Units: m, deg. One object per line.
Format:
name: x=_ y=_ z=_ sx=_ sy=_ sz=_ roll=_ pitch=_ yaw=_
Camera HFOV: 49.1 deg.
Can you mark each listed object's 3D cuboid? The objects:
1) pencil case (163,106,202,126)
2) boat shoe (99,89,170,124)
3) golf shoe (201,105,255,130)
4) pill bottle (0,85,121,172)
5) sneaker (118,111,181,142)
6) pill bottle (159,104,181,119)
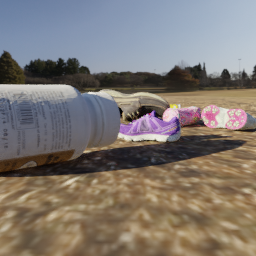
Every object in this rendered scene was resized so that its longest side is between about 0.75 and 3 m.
pencil case: x=1.799 y=-0.393 z=9.119 sx=1.482 sy=0.648 sz=0.648 roll=-9 pitch=12 yaw=-44
boat shoe: x=0.086 y=-0.593 z=9.572 sx=2.672 sy=0.979 sz=0.995 roll=7 pitch=-32 yaw=18
golf shoe: x=3.017 y=-0.249 z=8.487 sx=0.864 sy=0.711 sz=1.888 roll=11 pitch=6 yaw=-26
pill bottle: x=-1.282 y=-0.059 z=4.487 sx=2.203 sy=1.260 sz=1.260 roll=-7 pitch=10 yaw=-37
sneaker: x=0.406 y=-0.062 z=6.589 sx=1.651 sy=0.689 sz=0.666 roll=0 pitch=8 yaw=7
pill bottle: x=1.542 y=-0.642 z=11.087 sx=1.072 sy=0.596 sz=0.596 roll=1 pitch=8 yaw=9
